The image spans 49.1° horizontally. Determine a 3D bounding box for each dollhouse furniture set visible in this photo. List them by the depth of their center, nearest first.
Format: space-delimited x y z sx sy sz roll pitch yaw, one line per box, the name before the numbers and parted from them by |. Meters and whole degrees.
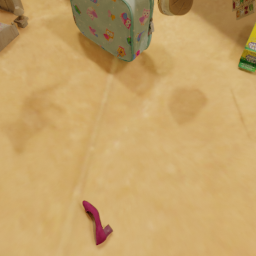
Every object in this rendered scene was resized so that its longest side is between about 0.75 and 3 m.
dollhouse furniture set | -5.041 -3.910 9.355 2.514 1.439 2.948 22 60 14

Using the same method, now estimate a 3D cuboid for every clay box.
clay box | 4.594 -2.690 9.090 1.380 0.572 2.401 23 60 15

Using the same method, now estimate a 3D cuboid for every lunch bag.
lunch bag | -0.498 -3.616 8.572 2.995 2.402 1.154 38 62 23

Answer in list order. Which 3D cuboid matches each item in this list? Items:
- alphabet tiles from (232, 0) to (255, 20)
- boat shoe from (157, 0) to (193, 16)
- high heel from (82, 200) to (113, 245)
alphabet tiles | 2.738 -3.300 6.603 0.049 1.555 1.294 -7 102 2
boat shoe | 1.110 -4.000 6.602 0.964 2.614 0.904 3 11 -28
high heel | -0.805 2.079 6.213 0.475 0.333 0.987 -35 67 -32
